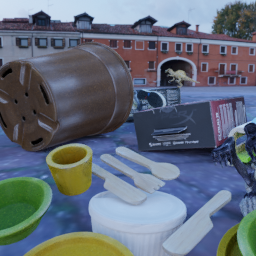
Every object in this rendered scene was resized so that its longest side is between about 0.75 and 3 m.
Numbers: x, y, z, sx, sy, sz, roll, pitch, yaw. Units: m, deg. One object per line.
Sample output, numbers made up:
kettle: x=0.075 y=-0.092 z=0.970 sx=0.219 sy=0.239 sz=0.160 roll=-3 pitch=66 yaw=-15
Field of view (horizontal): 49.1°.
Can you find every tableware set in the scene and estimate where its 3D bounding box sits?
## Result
tableware set: x=0.164 y=0.683 z=1.648 sx=1.819 sy=0.414 sz=2.701 roll=-25 pitch=33 yaw=-36

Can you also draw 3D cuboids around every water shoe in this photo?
water shoe: x=0.843 y=-0.919 z=8.842 sx=0.538 sy=0.487 sz=1.362 roll=10 pitch=16 yaw=-38

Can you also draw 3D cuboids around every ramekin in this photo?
ramekin: x=0.073 y=0.813 z=2.372 sx=0.829 sy=0.386 sz=0.829 roll=2 pitch=6 yaw=0

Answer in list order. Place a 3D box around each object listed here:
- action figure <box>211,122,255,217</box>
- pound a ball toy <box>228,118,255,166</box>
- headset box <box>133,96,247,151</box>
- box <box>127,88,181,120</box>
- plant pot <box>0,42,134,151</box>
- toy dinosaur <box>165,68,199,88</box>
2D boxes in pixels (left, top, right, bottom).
action figure: x=1.484 y=0.608 z=2.769 sx=1.437 sy=0.733 sz=0.854 roll=36 pitch=-39 yaw=-20
pound a ball toy: x=2.806 y=0.162 z=5.011 sx=1.332 sy=0.868 sz=2.043 roll=7 pitch=13 yaw=40
headset box: x=1.349 y=-0.106 z=6.018 sx=1.722 sy=0.869 sz=2.317 roll=-7 pitch=3 yaw=38
box: x=0.545 y=-0.998 z=11.165 sx=2.458 sy=1.058 sz=2.013 roll=-7 pitch=9 yaw=-20
plant pot: x=-1.538 y=-0.715 z=6.558 sx=2.484 sy=2.484 sz=2.459 roll=5 pitch=18 yaw=30
toy dinosaur: x=1.689 y=-1.602 z=8.956 sx=1.186 sy=0.600 sz=0.345 roll=25 pitch=-26 yaw=14
